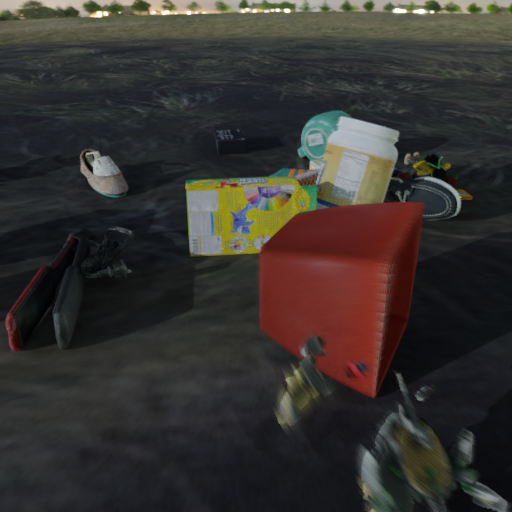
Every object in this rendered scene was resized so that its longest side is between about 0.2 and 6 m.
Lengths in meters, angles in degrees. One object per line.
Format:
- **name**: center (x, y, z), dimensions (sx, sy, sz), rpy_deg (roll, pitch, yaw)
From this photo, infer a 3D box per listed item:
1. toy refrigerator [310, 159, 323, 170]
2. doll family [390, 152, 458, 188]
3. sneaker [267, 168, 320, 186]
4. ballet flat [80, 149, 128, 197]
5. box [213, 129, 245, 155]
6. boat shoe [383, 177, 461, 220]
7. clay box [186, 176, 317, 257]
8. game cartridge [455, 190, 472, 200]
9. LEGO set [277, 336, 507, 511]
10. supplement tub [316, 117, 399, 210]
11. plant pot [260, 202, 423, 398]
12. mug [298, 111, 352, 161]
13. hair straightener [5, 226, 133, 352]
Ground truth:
- **toy refrigerator**: center (1.877, -2.129, 14.381), dimensions (0.483, 0.445, 1.271), rpy_deg (-11, 28, -20)
- **doll family**: center (3.842, -1.970, 13.614), dimensions (2.432, 0.954, 1.406), rpy_deg (-17, 33, -13)
- **sneaker**: center (1.030, -1.747, 13.217), dimensions (2.288, 0.817, 0.914), rpy_deg (-9, 32, -14)
- **ballet flat**: center (-3.915, -2.160, 14.057), dimensions (0.805, 0.796, 2.366), rpy_deg (-18, 32, -31)
- **box**: center (-0.817, -3.463, 16.973), dimensions (0.844, 0.472, 1.196), rpy_deg (-7, 27, -6)
- **boat shoe**: center (3.060, -1.227, 12.139), dimensions (0.800, 1.003, 2.653), rpy_deg (-22, 23, -37)
- **clay box**: center (-0.091, -0.760, 10.654), dimensions (2.413, 1.387, 0.574), rpy_deg (-3, 27, -7)
- **game cartridge**: center (4.856, -1.480, 13.499), dimensions (0.491, 0.090, 0.557), rpy_deg (-3, 27, -7)
- **LEGO set**: center (1.262, 1.865, 5.575), dimensions (2.551, 0.723, 1.657), rpy_deg (48, 50, 3)
- **supplement tub**: center (2.048, -1.730, 11.568), dimensions (1.448, 2.002, 1.448), rpy_deg (14, 13, -3)
- **plant pot**: center (1.116, 0.368, 7.730), dimensions (1.771, 2.008, 2.010), rpy_deg (13, 30, 23)
- **mug**: center (1.894, -3.072, 15.414), dimensions (1.422, 1.730, 1.070), rpy_deg (43, 42, 19)
- **hair straightener**: center (-2.786, 0.357, 9.418), dimensions (1.443, 0.767, 3.750), rpy_deg (0, 23, 0)
